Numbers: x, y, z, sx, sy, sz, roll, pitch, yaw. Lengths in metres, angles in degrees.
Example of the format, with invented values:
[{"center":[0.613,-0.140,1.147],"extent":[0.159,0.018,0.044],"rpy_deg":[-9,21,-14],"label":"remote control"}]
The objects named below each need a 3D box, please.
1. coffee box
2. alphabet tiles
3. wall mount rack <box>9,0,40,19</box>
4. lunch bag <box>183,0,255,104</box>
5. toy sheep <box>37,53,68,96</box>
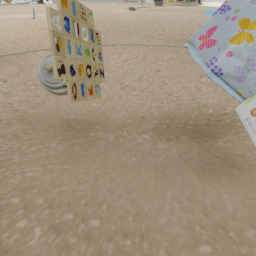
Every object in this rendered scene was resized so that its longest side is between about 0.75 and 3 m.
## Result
[{"center":[2.580,-0.210,4.768],"extent":[0.948,0.957,0.959],"rpy_deg":[-31,-4,36],"label":"coffee box"},{"center":[-0.659,-1.086,3.987],"extent":[0.053,1.388,1.669],"rpy_deg":[-3,8,16],"label":"alphabet tiles"},{"center":[-1.587,-2.204,4.778],"extent":[0.932,0.348,0.810],"rpy_deg":[-32,63,-32],"label":"wall mount rack"},{"center":[2.829,-1.490,5.595],"extent":[2.553,2.165,1.623],"rpy_deg":[28,29,-36],"label":"lunch bag"},{"center":[-1.499,-1.221,6.295],"extent":[1.083,1.083,1.571],"rpy_deg":[1,-5,1],"label":"toy sheep"}]
